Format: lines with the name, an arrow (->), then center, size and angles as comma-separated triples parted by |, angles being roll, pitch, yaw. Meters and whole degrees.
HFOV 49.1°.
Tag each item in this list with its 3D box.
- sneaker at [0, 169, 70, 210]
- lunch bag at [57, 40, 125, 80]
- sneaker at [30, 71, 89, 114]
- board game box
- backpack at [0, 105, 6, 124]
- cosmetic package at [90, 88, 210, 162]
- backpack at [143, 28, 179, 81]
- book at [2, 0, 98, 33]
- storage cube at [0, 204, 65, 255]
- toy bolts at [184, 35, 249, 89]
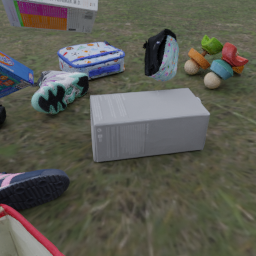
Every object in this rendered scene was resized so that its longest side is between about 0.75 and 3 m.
sneaker -> -2.549, 1.166, 5.836 | 2.544, 0.892, 1.043 | -11, 38, -18
lunch bag -> -1.455, -2.849, 11.838 | 2.649, 1.001, 2.123 | -22, 41, -28
sneaker -> -2.771, -1.322, 9.608 | 1.864, 1.036, 2.665 | 14, 27, 22
board game box -> -3.074, -1.182, 5.782 | 1.327, 1.745, 0.393 | -17, 69, 21
backpack -> -4.188, -0.309, 8.324 | 0.963, 0.610, 0.804 | -7, 22, -8
cosmetic package -> 0.487, -0.149, 7.528 | 2.928, 1.320, 1.564 | -2, 34, -9
backpack -> 0.909, -1.919, 7.649 | 0.785, 1.240, 1.035 | 13, -14, -28
book -> -1.749, -2.673, 6.444 | 1.958, 0.470, 1.308 | 4, -2, -14
storage cube -> -1.105, 2.671, 2.117 | 2.383, 2.506, 2.788 | 23, 41, 30
toy bolts -> 3.559, -2.330, 11.150 | 2.270, 1.648, 2.377 | 35, 14, -21
